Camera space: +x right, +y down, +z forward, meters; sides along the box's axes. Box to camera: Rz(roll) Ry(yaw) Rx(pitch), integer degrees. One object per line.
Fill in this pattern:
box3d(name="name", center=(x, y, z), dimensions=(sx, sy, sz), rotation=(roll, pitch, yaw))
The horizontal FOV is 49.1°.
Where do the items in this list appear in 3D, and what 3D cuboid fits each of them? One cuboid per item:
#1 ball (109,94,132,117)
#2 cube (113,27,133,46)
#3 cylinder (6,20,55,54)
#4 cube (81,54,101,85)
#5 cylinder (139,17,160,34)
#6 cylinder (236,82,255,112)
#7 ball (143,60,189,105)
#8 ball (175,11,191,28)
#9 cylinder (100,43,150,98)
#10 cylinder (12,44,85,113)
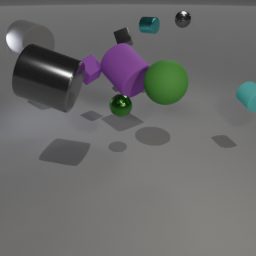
box3d(name="ball", center=(-0.216, -0.679, 8.503), dimensions=(0.700, 0.700, 0.700), rotation=(0, 27, 0))
box3d(name="cube", center=(-0.215, -4.293, 13.437), dimensions=(0.700, 0.700, 0.700), rotation=(-19, -2, 7))
box3d(name="cylinder", center=(-3.947, -3.552, 11.355), dimensions=(1.400, 1.400, 1.400), rotation=(28, 38, 36))
box3d(name="cube", center=(-1.473, -2.196, 10.577), dimensions=(0.700, 0.700, 0.700), rotation=(-39, 85, -30))
box3d(name="cylinder", center=(0.960, -4.623, 12.600), dimensions=(0.700, 0.700, 0.700), rotation=(17, 32, 32))
box3d(name="cylinder", center=(3.843, -0.974, 8.690), dimensions=(0.700, 0.700, 0.700), rotation=(-6, 39, -12))
box3d(name="ball", center=(1.182, -1.422, 8.764), dimensions=(1.400, 1.400, 1.400), rotation=(0, 27, 0))
box3d(name="ball", center=(2.351, -4.654, 11.999), dimensions=(0.700, 0.700, 0.700), rotation=(0, 27, 0))
box3d(name="cylinder", center=(-0.050, -2.048, 10.029), dimensions=(1.400, 1.400, 1.400), rotation=(-21, 60, -35))
box3d(name="cylinder", center=(-1.998, -1.262, 7.221), dimensions=(1.400, 1.400, 1.400), rotation=(19, 28, -1))
